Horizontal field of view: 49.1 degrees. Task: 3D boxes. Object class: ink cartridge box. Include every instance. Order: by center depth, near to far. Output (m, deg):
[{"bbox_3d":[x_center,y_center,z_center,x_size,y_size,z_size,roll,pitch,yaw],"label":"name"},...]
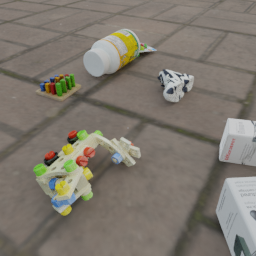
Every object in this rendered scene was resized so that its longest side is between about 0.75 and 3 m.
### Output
[{"bbox_3d":[2.906,2.144,4.654,1.973,1.136,2.704,-2,37,-3],"label":"ink cartridge box"},{"bbox_3d":[3.136,0.399,7.001,1.483,1.073,0.625,8,46,10],"label":"ink cartridge box"}]

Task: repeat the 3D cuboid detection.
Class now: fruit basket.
[{"bbox_3d":[0.481,-3.804,13.076,1.327,0.622,1.229,-20,41,-30],"label":"fruit basket"}]

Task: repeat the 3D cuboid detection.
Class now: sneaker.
[{"bbox_3d":[1.433,-1.554,9.951,1.216,0.746,1.868,22,42,28],"label":"sneaker"}]

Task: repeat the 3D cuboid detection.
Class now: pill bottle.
[{"bbox_3d":[-0.652,-3.033,11.403,1.374,1.374,2.437,20,41,25],"label":"pill bottle"}]

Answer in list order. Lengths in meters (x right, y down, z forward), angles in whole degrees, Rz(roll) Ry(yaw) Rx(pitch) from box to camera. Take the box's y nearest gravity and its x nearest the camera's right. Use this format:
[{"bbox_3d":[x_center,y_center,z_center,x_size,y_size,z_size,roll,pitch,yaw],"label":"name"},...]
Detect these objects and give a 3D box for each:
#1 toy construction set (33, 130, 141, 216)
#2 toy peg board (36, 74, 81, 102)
[{"bbox_3d":[-0.977,0.775,6.434,1.731,1.216,2.640,0,21,42],"label":"toy construction set"},{"bbox_3d":[-2.538,-1.607,10.152,1.183,0.581,1.188,18,40,22],"label":"toy peg board"}]
